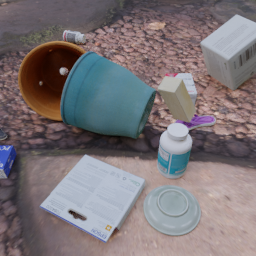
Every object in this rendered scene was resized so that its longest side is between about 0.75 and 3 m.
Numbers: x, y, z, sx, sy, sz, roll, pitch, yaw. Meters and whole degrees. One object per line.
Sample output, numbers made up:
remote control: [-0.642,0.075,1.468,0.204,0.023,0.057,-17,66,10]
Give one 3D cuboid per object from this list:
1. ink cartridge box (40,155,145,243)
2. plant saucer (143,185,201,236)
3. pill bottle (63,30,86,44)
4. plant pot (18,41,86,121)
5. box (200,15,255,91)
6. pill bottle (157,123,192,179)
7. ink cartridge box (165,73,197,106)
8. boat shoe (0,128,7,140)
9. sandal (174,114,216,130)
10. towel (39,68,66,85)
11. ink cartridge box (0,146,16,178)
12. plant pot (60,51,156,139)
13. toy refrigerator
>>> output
ink cartridge box: [-0.960,1.983,8.122,2.204,0.486,2.245,20,47,22]
plant saucer: [1.256,2.198,7.925,1.641,0.412,1.641,0,41,0]
pill bottle: [-3.071,-5.217,16.137,1.203,0.666,0.666,13,43,14]
plant pot: [-2.592,-2.043,11.119,2.957,2.957,2.070,-5,26,-5]
box: [4.730,-3.306,12.409,2.133,2.144,1.837,-38,50,-2]
pill bottle: [1.431,0.693,8.622,0.962,1.737,0.962,1,42,-1]
ink cartridge box: [2.226,-1.660,12.080,1.195,0.686,1.646,1,41,1]
boat shoe: [-4.944,0.089,10.344,1.164,0.365,0.423,24,47,25]
sandal: [2.558,-0.316,10.767,1.677,0.412,0.682,-10,42,-11]
towel: [-4.033,-2.398,13.205,1.989,0.343,1.318,1,43,1]
ink cartridge box: [-4.932,1.090,9.113,2.223,0.491,1.045,0,43,0]
plant pot: [-0.519,-0.944,9.895,2.616,2.784,2.784,22,45,11]
toy refrigerator: [1.667,-0.941,9.294,0.659,1.735,0.607,18,69,38]
